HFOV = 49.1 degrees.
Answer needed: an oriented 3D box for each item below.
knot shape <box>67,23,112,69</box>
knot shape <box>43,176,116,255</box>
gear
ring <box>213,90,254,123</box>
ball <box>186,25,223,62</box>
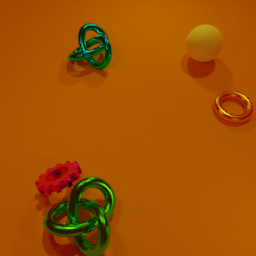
[{"bbox_3d":[-1.466,-2.909,10.345,1.692,0.835,1.808,-23,67,5],"label":"knot shape"},{"bbox_3d":[-1.219,2.171,6.927,1.745,0.862,1.865,-4,60,7],"label":"knot shape"},{"bbox_3d":[-1.854,1.317,7.511,1.233,0.228,1.233,-17,22,7],"label":"gear"},{"bbox_3d":[3.494,-0.724,9.300,1.307,0.261,1.307,0,56,0],"label":"ring"},{"bbox_3d":[2.784,-3.088,10.247,1.305,1.305,1.305,0,56,0],"label":"ball"}]
